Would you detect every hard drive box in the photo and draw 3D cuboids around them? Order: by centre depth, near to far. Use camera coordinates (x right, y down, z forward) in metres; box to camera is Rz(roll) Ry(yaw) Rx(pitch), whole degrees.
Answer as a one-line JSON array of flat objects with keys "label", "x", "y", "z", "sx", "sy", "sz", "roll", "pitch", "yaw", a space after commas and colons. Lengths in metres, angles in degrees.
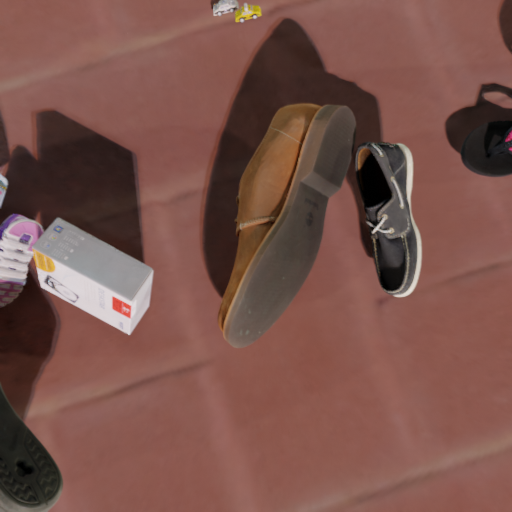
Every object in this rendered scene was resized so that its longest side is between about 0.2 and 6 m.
[{"label": "hard drive box", "x": -2.143, "y": 0.295, "z": 7.437, "sx": 1.438, "sy": 1.121, "sz": 0.552, "roll": 27, "pitch": 57, "yaw": 3}]

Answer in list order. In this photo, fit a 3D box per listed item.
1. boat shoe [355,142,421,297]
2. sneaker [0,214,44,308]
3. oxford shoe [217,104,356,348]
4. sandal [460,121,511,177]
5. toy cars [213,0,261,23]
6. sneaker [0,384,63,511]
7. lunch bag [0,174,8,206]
[{"label": "boat shoe", "x": 1.763, "y": -0.509, "z": 7.781, "sx": 0.738, "sy": 0.783, "sz": 2.182, "roll": 0, "pitch": 84, "yaw": -40}, {"label": "sneaker", "x": -3.563, "y": 0.040, "z": 7.957, "sx": 0.674, "sy": 0.613, "sz": 1.524, "roll": 42, "pitch": 104, "yaw": 44}, {"label": "oxford shoe", "x": 0.196, "y": -0.470, "z": 7.891, "sx": 1.273, "sy": 1.274, "sz": 3.571, "roll": 19, "pitch": 82, "yaw": 33}, {"label": "sandal", "x": 4.122, "y": -1.656, "z": 8.175, "sx": 2.267, "sy": 0.511, "sz": 0.851, "roll": -5, "pitch": 81, "yaw": -3}, {"label": "toy cars", "x": -0.313, "y": -3.778, "z": 8.538, "sx": 0.854, "sy": 0.189, "sz": 0.383, "roll": 28, "pitch": 70, "yaw": 29}, {"label": "sneaker", "x": -3.937, "y": 2.392, "z": 7.175, "sx": 3.305, "sy": 1.263, "sz": 1.893, "roll": 46, "pitch": 107, "yaw": 22}, {"label": "lunch bag", "x": -5.036, "y": -0.382, "z": 7.155, "sx": 2.769, "sy": 1.760, "sz": 2.348, "roll": 0, "pitch": 63, "yaw": 10}]
